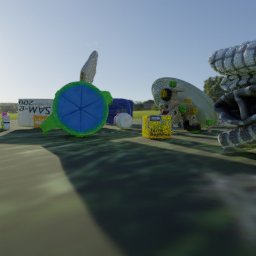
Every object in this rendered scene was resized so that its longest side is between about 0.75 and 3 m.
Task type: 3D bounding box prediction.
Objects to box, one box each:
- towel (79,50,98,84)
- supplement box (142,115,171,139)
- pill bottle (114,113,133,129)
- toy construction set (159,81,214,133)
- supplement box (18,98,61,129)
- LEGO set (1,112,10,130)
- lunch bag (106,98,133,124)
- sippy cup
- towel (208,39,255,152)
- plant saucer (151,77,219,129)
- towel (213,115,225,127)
[{"bbox_3d":[-1.469,-1.886,10.246,0.292,1.122,1.693,23,-32,0],"label":"towel"},{"bbox_3d":[0.562,-0.034,5.672,0.451,0.454,0.828,-1,1,-6],"label":"supplement box"},{"bbox_3d":[-0.151,-0.245,9.846,0.571,0.571,1.016,0,3,-12],"label":"pill bottle"},{"bbox_3d":[1.334,-0.585,8.009,1.499,1.381,1.798,0,2,-14],"label":"toy construction set"},{"bbox_3d":[-2.473,-0.558,10.779,1.813,1.057,2.876,4,4,30],"label":"supplement box"},{"bbox_3d":[-4.631,-0.373,9.904,0.751,0.808,1.968,-2,3,-27],"label":"LEGO set"},{"bbox_3d":[-0.933,-1.079,17.637,2.376,1.614,1.572,1,2,14],"label":"lunch bag"},{"bbox_3d":[-1.110,-0.324,6.154,1.502,1.180,1.101,9,-11,-17],"label":"sippy cup"},{"bbox_3d":[2.537,-0.254,2.777,2.791,1.194,2.311,1,3,-21],"label":"towel"},{"bbox_3d":[1.681,-0.600,9.024,2.417,0.607,2.417,31,-19,12],"label":"plant saucer"},{"bbox_3d":[3.573,-0.642,13.031,1.890,0.492,2.852,4,17,19],"label":"towel"}]
